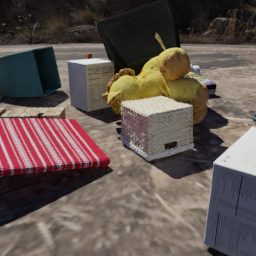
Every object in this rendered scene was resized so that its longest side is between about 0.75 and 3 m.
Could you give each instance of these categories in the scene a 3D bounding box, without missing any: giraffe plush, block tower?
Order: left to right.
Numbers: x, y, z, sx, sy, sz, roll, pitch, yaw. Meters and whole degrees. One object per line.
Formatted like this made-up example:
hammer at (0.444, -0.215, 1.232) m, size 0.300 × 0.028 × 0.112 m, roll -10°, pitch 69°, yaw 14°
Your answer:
block tower at (-3.064, -0.067, 7.166) m, size 2.804 × 0.757 × 0.811 m, roll -1°, pitch 19°, yaw 0°
giraffe plush at (0.528, -1.003, 7.864) m, size 2.321 × 2.470 × 2.862 m, roll -30°, pitch 67°, yaw -2°

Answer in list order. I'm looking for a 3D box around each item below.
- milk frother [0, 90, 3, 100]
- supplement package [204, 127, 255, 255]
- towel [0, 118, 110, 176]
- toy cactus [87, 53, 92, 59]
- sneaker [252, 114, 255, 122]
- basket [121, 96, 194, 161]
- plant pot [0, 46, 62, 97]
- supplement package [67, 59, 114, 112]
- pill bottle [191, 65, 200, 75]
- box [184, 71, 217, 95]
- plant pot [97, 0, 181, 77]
milk frother at (-5.385, -1.520, 11.084) m, size 0.758 × 0.806 × 0.727 m, roll 5°, pitch 17°, yaw 11°
supplement package at (2.178, 0.946, 3.634) m, size 1.739 × 1.279 × 1.663 m, roll 15°, pitch 25°, yaw 35°
towel at (-1.802, 0.327, 5.660) m, size 2.546 × 0.286 × 1.841 m, roll 0°, pitch 29°, yaw -38°
toy cactus at (-1.355, -2.901, 14.505) m, size 2.730 × 1.396 × 2.253 m, roll 3°, pitch 28°, yaw -17°
sneaker at (4.392, -0.384, 8.386) m, size 1.414 × 0.518 × 0.579 m, roll -9°, pitch 22°, yaw -22°
basket at (0.669, -0.072, 6.726) m, size 1.354 × 1.098 × 1.366 m, roll -12°, pitch 22°, yaw -26°
plant pot at (-4.555, -2.320, 11.937) m, size 2.604 × 1.840 × 1.841 m, roll -4°, pitch 19°, yaw 13°
supplement package at (-1.306, -1.587, 10.063) m, size 1.212 × 1.608 × 1.221 m, roll -17°, pitch 26°, yaw -39°
pill bottle at (2.848, -2.861, 14.537) m, size 1.653 × 0.918 × 0.918 m, roll -4°, pitch 21°, yaw -11°
box at (2.129, -1.872, 12.042) m, size 2.687 × 0.506 × 1.835 m, roll -8°, pitch 32°, yaw -21°
plant pot at (0.728, -2.531, 10.254) m, size 2.770 × 2.777 × 2.464 m, roll -19°, pitch 47°, yaw 1°
